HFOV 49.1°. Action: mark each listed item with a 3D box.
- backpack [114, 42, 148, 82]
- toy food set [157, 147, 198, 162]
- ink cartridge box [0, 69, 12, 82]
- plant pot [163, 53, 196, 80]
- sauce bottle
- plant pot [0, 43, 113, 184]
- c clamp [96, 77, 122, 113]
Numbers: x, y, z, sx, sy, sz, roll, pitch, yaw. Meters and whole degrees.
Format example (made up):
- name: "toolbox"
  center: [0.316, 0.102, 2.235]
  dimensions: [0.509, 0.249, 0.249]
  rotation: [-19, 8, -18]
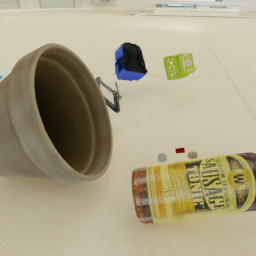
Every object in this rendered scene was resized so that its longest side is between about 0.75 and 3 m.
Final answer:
- name: "backpack"
  center: [-0.024, -2.309, 9.796]
  dimensions: [0.986, 1.214, 1.019]
  rotation: [3, -17, -37]
- name: "toy food set"
  center: [0.994, 0.652, 5.492]
  dimensions: [1.063, 0.507, 0.478]
  rotation: [-11, -6, 10]
- name: "ink cartridge box"
  center: [-3.179, -1.437, 9.297]
  dimensions: [1.610, 0.932, 2.771]
  rotation: [17, 32, 24]
- name: "plant pot"
  center: [1.770, -2.102, 9.427]
  dimensions: [0.811, 0.807, 0.736]
  rotation: [-14, 3, -39]
- name: "sauce bottle"
  center: [1.535, 0.848, 4.348]
  dimensions: [2.910, 0.961, 0.961]
  rotation: [-12, 27, 8]
- name: "plant pot"
  center: [-1.811, -0.030, 5.405]
  dimensions: [2.200, 2.535, 2.535]
  rotation: [-16, 22, 21]
- name: "c clamp"
  center: [-0.531, -0.984, 7.602]
  dimensions: [0.181, 1.144, 1.339]
  rotation: [-31, 43, -22]
